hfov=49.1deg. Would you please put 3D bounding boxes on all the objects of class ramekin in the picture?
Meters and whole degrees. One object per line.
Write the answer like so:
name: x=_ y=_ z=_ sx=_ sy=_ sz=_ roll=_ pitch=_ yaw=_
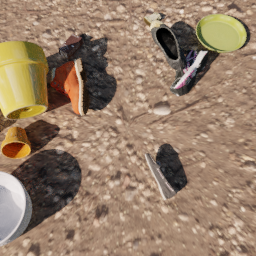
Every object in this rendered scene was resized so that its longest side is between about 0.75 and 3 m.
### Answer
ramekin: x=-4.203 y=2.634 z=8.890 sx=2.317 sy=1.216 sz=2.317 roll=0 pitch=65 yaw=-1

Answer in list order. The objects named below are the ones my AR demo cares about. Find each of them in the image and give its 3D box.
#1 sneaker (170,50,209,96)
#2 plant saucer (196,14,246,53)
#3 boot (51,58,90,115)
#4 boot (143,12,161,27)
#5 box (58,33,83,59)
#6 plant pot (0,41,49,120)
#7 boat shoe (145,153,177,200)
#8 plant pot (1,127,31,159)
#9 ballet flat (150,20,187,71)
sneaker: x=2.321 y=-2.321 z=11.545 sx=1.053 sy=0.980 sz=2.439 roll=26 pitch=60 yaw=27
plant saucer: x=4.149 y=-4.203 z=12.629 sx=2.231 sy=0.347 sz=2.231 roll=0 pitch=64 yaw=0
boot: x=-2.309 y=-1.518 z=11.077 sx=1.426 sy=0.998 sz=2.659 roll=-13 pitch=57 yaw=-2
boot: x=1.259 y=-4.947 z=12.989 sx=0.729 sy=0.340 sz=0.943 roll=-31 pitch=67 yaw=-14
box: x=-2.506 y=-3.601 z=12.317 sx=0.539 sy=0.403 sz=1.077 roll=28 pitch=66 yaw=13
plant pot: x=-4.018 y=-1.618 z=10.420 sx=2.415 sy=2.415 sz=2.272 roll=-18 pitch=82 yaw=-8
boat shoe: x=1.131 y=1.597 z=9.635 sx=0.491 sy=0.576 sz=1.722 roll=-25 pitch=78 yaw=7
plant pot: x=-4.042 y=0.475 z=10.138 sx=0.977 sy=0.977 sz=0.894 roll=-13 pitch=49 yaw=-6
ballet flat: x=1.632 y=-3.447 z=11.245 sx=0.897 sy=0.767 sz=2.700 roll=-27 pitch=64 yaw=5
